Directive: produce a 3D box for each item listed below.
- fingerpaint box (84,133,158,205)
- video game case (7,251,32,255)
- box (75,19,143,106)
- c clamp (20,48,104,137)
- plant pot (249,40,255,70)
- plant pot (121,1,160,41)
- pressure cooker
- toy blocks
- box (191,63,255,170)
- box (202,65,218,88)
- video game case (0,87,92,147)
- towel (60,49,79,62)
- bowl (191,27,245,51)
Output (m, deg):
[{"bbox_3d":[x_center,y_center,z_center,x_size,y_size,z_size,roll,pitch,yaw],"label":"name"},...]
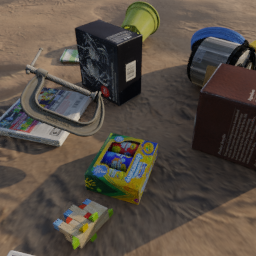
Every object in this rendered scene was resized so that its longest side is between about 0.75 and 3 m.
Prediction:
[{"bbox_3d":[-0.130,1.076,8.088,1.571,0.691,1.883,13,41,16],"label":"fingerpaint box"},{"bbox_3d":[-1.406,3.767,4.930,2.856,0.314,2.604,11,41,6],"label":"video game case"},{"bbox_3d":[-0.737,-2.591,11.072,2.348,2.578,1.342,32,50,33],"label":"box"},{"bbox_3d":[-1.934,-1.070,8.595,2.886,0.391,2.466,27,56,-9],"label":"c clamp"},{"bbox_3d":[6.044,-2.927,12.417,1.499,1.508,1.543,-33,58,-33],"label":"plant pot"},{"bbox_3d":[0.468,-5.490,15.335,2.057,2.057,1.892,15,53,17],"label":"plant pot"},{"bbox_3d":[3.827,-2.381,11.213,2.369,2.083,2.116,29,51,35],"label":"pressure cooker"},{"bbox_3d":[-1.147,2.233,6.810,0.931,0.680,1.361,15,36,33],"label":"toy blocks"},{"bbox_3d":[3.665,-0.362,8.650,2.648,2.197,2.174,20,44,23],"label":"box"},{"bbox_3d":[3.421,-1.399,10.372,1.340,1.639,0.174,16,27,20],"label":"box"},{"bbox_3d":[-3.072,-0.563,10.383,2.620,0.330,2.875,10,41,12],"label":"video game case"},{"bbox_3d":[-2.515,-3.585,14.180,1.636,0.251,1.220,5,42,2],"label":"towel"},{"bbox_3d":[4.039,-3.608,12.668,2.483,2.483,0.487,14,77,16],"label":"bowl"}]
